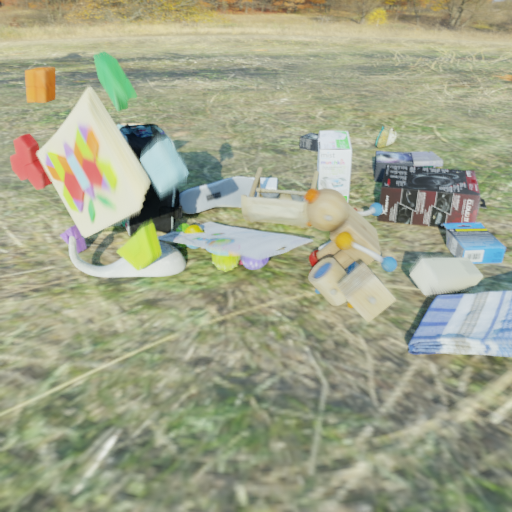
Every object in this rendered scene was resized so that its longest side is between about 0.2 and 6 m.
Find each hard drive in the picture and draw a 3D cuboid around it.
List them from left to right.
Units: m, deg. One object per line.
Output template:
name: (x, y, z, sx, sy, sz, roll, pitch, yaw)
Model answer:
hard drive: (-0.060, -1.801, 14.211, 1.168, 0.148, 0.770, 2, 27, 3)

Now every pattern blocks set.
pattern blocks set: (-2.855, -1.426, 9.503, 0.348, 4.290, 3.771, -34, 86, -41)

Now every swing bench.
swing bench: (0.551, -1.183, 12.204, 1.416, 0.924, 1.424, 8, 38, 13)

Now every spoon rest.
spoon rest: (-2.343, 0.068, 10.278, 2.123, 0.644, 1.055, 5, 26, -19)

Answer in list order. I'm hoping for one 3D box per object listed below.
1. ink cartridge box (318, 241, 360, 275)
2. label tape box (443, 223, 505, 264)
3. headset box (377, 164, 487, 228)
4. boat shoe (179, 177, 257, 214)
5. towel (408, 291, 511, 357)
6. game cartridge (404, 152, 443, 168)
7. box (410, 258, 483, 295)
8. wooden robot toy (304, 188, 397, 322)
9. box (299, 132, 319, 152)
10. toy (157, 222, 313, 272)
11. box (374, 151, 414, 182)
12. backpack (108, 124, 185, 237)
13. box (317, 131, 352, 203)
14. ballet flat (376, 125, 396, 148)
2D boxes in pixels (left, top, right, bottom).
ink cartridge box: (1.717, -0.055, 10.552, 0.684, 0.401, 0.935, 24, 34, 37)
label tape box: (4.218, -0.254, 10.983, 0.820, 0.360, 1.137, -1, 27, -3)
headset box: (3.946, -1.341, 12.528, 2.262, 0.874, 1.683, 8, 28, 12)
boat shoe: (-0.919, -1.385, 12.903, 2.087, 0.730, 0.691, -18, 19, -25)
towel: (3.465, 0.878, 7.946, 2.315, 0.276, 1.700, -8, 21, 38)
game cartridge: (4.469, -2.721, 15.911, 1.418, 0.272, 0.919, -2, 31, -4)
box: (3.186, 0.329, 9.363, 1.190, 0.407, 0.489, 0, 46, -32)
wooden robot toy: (1.218, -0.343, 9.310, 1.503, 1.548, 3.411, -35, 23, 23)
box: (1.765, -3.501, 17.239, 0.641, 0.404, 0.652, 21, 34, 31)
toy: (-0.461, -0.105, 10.353, 2.655, 0.627, 1.529, 15, 24, 39)
box: (3.632, -2.350, 14.797, 0.972, 0.599, 0.964, 4, 29, 8)
backpack: (-2.575, -1.681, 11.784, 1.881, 2.218, 2.499, -2, 23, -14)
box: (1.836, -2.125, 13.465, 0.772, 1.409, 1.597, 2, 27, 5)
ballet flat: (4.119, -3.742, 17.594, 0.576, 0.576, 1.630, 8, 27, 15)
